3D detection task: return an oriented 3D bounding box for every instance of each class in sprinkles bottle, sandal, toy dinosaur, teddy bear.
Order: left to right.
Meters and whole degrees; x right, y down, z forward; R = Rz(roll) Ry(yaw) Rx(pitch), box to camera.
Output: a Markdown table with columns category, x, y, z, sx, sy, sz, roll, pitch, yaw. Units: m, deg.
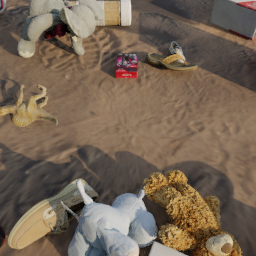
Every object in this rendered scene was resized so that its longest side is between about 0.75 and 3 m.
| category | x | y | z | sx | sy | sz | roll | pitch | yaw |
| --- | --- | --- | --- | --- | --- | --- | --- | --- | --- |
| toy dinosaur | -2.662 | -0.537 | 7.829 | 2.423 | 0.705 | 1.225 | 11 | 63 | 20 |
| sprinkles bottle | -1.311 | -4.613 | 11.261 | 2.850 | 0.973 | 0.973 | -1 | 47 | -1 |
| sandal | 1.424 | -2.288 | 9.316 | 1.795 | 0.485 | 0.721 | 24 | 36 | 21 |
| teddy bear | 1.228 | 1.677 | 5.314 | 1.679 | 0.773 | 2.315 | 17 | 33 | -29 |

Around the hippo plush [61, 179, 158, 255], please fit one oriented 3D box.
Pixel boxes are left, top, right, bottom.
| category | x | y | z | sx | sy | sz | roll | pitch | yaw |
| --- | --- | --- | --- | --- | --- | --- | --- | --- | --- |
| hippo plush | -0.278 | 1.882 | 5.256 | 1.770 | 1.410 | 1.423 | 50 | 32 | 20 |

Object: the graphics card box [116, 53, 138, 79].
| category | x | y | z | sx | sy | sz | roll | pitch | yaw |
| --- | --- | --- | --- | --- | --- | --- | --- | --- | --- |
| graphics card box | -0.031 | -2.097 | 9.385 | 0.708 | 0.287 | 1.128 | 1 | 46 | 2 |

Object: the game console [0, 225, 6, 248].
| category | x | y | z | sx | sy | sz | roll | pitch | yaw |
| --- | --- | --- | --- | --- | --- | --- | --- | --- | --- |
| game console | -4.186 | 1.763 | 4.902 | 2.844 | 2.451 | 1.688 | -35 | 30 | -29 |

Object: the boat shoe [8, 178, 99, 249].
| category | x | y | z | sx | sy | sz | roll | pitch | yaw |
| --- | --- | --- | --- | --- | --- | --- | --- | --- | --- |
| boat shoe | -1.425 | 1.739 | 5.537 | 0.607 | 0.671 | 1.883 | 35 | 55 | 29 |

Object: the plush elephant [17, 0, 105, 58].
| category | x | y | z | sx | sy | sz | roll | pitch | yaw |
| --- | --- | --- | --- | --- | --- | --- | --- | --- | --- |
| plush elephant | -2.065 | -3.548 | 9.506 | 2.250 | 2.906 | 2.394 | 32 | 45 | 4 |

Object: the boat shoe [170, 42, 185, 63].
| category | x | y | z | sx | sy | sz | roll | pitch | yaw |
| --- | --- | --- | --- | --- | --- | --- | --- | --- | --- |
| boat shoe | 1.739 | -2.691 | 9.874 | 0.379 | 0.374 | 1.070 | -7 | 47 | -6 |

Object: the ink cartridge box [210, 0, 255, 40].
| category | x | y | z | sx | sy | sz | roll | pitch | yaw |
| --- | --- | --- | --- | --- | --- | --- | --- | --- | --- |
| ink cartridge box | 5.106 | -4.933 | 11.408 | 2.859 | 1.185 | 2.098 | -34 | 55 | -27 |

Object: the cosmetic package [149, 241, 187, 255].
| category | x | y | z | sx | sy | sz | roll | pitch | yaw |
| --- | --- | --- | --- | --- | --- | --- | --- | --- | --- |
| cosmetic package | 0.509 | 2.762 | 4.689 | 0.716 | 0.503 | 1.411 | 18 | 50 | 16 |

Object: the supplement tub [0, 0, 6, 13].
| category | x | y | z | sx | sy | sz | roll | pitch | yaw |
| --- | --- | --- | --- | --- | --- | --- | --- | --- | --- |
| supplement tub | -6.209 | -4.896 | 11.036 | 1.676 | 1.676 | 2.388 | 15 | 48 | 14 |
